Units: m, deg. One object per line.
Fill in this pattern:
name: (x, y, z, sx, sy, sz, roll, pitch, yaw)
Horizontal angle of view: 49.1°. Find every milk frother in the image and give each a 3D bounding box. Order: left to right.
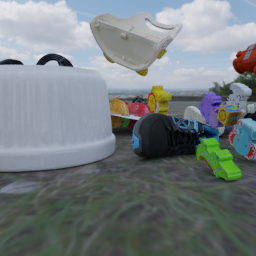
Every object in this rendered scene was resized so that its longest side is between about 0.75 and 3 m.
milk frother: (-3.203, -1.403, 10.324, 2.696, 2.433, 2.536, -2, 7, -5)

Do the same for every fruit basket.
fruit basket: (-0.170, -0.298, 7.967, 2.540, 1.191, 2.353, 15, 5, -6)

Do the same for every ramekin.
ramekin: (-1.612, -0.288, 5.011, 2.785, 1.462, 2.785, 0, 6, 0)

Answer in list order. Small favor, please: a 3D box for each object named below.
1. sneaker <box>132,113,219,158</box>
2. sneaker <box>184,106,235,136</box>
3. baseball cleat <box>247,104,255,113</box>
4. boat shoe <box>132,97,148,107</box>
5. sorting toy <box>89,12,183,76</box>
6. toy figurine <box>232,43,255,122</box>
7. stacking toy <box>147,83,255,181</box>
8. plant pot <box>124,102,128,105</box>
sneaker: (0.862, 0.103, 4.807, 0.820, 0.733, 2.001, 6, 9, 40)
sneaker: (2.207, -0.164, 7.546, 0.799, 0.709, 1.891, 0, 15, -18)
baseball cleat: (6.195, -0.753, 12.466, 1.354, 0.887, 2.545, -10, 0, -2)
boat shoe: (0.318, -0.740, 11.058, 2.837, 0.940, 0.992, -3, 7, -26)
sorting toy: (0.568, -3.175, 9.525, 2.717, 1.452, 2.446, 29, 59, 26)
toy figurine: (4.074, -1.058, 6.800, 2.553, 2.513, 1.776, -8, -1, -32)
stacking toy: (1.695, -0.033, 4.710, 1.992, 0.621, 2.642, -5, 32, -18)
plant pot: (-0.413, -0.838, 12.732, 0.824, 0.750, 0.824, -1, 7, 0)
